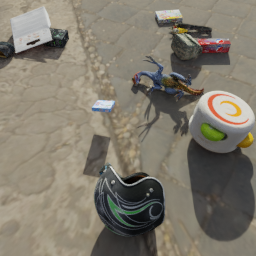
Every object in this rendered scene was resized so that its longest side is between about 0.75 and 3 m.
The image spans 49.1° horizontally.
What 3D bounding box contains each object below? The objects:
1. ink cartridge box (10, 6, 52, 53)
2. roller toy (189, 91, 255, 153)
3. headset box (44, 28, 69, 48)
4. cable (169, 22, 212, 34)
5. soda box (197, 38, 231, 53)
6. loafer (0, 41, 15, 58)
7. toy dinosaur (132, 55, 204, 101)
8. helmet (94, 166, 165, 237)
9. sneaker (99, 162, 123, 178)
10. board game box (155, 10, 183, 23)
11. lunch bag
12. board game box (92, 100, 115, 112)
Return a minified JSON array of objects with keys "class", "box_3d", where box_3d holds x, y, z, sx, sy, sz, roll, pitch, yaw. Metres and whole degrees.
[{"class":"ink cartridge box","box_3d":[-4.443,-4.460,13.028,1.781,0.554,2.214,-20,67,1]},{"class":"roller toy","box_3d":[2.949,-0.164,8.960,1.947,1.361,1.776,-2,50,-15]},{"class":"headset box","box_3d":[-3.284,-4.169,12.955,0.993,0.461,0.864,8,49,6]},{"class":"cable","box_3d":[3.006,-4.814,13.687,2.076,0.522,1.008,3,31,-14]},{"class":"soda box","box_3d":[3.812,-3.690,12.553,1.424,0.451,0.498,-2,48,-1]},{"class":"loafer","box_3d":[-5.955,-3.480,12.273,1.807,0.658,0.653,7,54,8]},{"class":"toy dinosaur","box_3d":[1.299,-1.688,10.835,2.193,2.416,1.269,27,92,46]},{"class":"helmet","box_3d":[-0.018,1.814,7.057,1.662,1.743,1.743,-3,50,-9]},{"class":"sneaker","box_3d":[-0.420,1.499,8.246,0.440,0.394,1.075,-41,53,-13]},{"class":"board game box","box_3d":[2.111,-5.776,14.481,1.255,0.215,0.844,-7,50,-6]},{"class":"lunch bag","box_3d":[2.586,-3.601,12.288,0.980,0.814,1.169,-11,49,-26]},{"class":"board game box","box_3d":[-0.810,-0.737,9.369,0.614,0.149,0.812,4,24,7]}]
